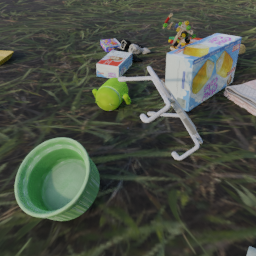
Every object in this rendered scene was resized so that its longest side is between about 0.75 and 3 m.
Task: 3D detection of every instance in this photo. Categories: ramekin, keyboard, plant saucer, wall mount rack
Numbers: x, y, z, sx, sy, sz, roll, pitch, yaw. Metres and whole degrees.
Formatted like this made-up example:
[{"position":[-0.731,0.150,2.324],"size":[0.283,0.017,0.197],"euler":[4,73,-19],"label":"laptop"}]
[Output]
[{"position":[-1.257,0.996,5.241],"size":[1.492,0.729,1.492],"euler":[-9,58,15],"label":"ramekin"},{"position":[-0.129,-3.172,12.322],"size":[0.860,0.327,1.652],"euler":[5,25,-37],"label":"keyboard"},{"position":[-5.656,-2.942,11.857],"size":[1.241,0.301,1.241],"euler":[5,34,7],"label":"plant saucer"},{"position":[0.771,-0.473,6.950],"size":[0.969,2.598,2.258],"euler":[-35,36,11],"label":"wall mount rack"}]

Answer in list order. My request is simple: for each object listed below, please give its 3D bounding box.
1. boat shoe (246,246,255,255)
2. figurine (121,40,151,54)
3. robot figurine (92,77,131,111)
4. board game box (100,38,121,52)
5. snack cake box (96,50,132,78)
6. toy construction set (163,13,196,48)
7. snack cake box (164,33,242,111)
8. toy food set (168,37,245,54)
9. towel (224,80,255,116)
[{"position":[1.633,2.464,3.493],"size":[0.654,0.775,2.173],"euler":[15,34,27],"label":"boat shoe"},{"position":[0.377,-3.614,12.660],"size":[1.031,0.455,1.056],"euler":[-6,33,-37],"label":"figurine"},{"position":[-0.490,-1.053,8.657],"size":[1.191,0.786,1.358],"euler":[12,36,17],"label":"robot figurine"},{"position":[-0.819,-3.970,13.400],"size":[0.766,0.255,1.140],"euler":[-11,36,-15],"label":"board game box"},{"position":[-0.502,-2.505,11.001],"size":[0.914,0.534,1.590],"euler":[13,37,15],"label":"snack cake box"},{"position":[1.519,-2.913,8.101],"size":[0.979,0.752,0.817],"euler":[46,68,-1],"label":"toy construction set"},{"position":[2.442,-1.892,9.087],"size":[0.972,1.663,2.892],"euler":[26,43,37],"label":"snack cake box"},{"position":[3.116,-3.285,11.607],"size":[2.783,0.684,2.812],"euler":[-9,28,-28],"label":"toy food set"},{"position":[4.817,-0.876,8.716],"size":[2.556,0.431,2.676],"euler":[-15,38,-21],"label":"towel"}]
